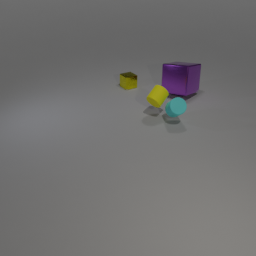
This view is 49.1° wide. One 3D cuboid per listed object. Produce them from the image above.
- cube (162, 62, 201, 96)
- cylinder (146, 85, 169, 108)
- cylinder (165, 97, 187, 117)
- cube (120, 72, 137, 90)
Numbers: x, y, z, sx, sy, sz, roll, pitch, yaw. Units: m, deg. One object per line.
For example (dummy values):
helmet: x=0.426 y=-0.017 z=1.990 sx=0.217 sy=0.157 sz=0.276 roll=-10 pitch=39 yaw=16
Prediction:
cube: x=2.614 y=-2.460 z=13.789 sx=1.400 sy=1.400 sz=1.400 roll=15 pitch=24 yaw=36
cylinder: x=1.245 y=-1.333 z=11.796 sx=0.700 sy=0.700 sz=0.700 roll=26 pitch=74 yaw=36
cylinder: x=1.945 y=-0.831 z=11.412 sx=0.700 sy=0.700 sz=0.700 roll=-6 pitch=-6 yaw=-10
cube: x=0.027 y=-2.516 z=14.914 sx=0.700 sy=0.700 sz=0.700 roll=-18 pitch=35 yaw=-27
